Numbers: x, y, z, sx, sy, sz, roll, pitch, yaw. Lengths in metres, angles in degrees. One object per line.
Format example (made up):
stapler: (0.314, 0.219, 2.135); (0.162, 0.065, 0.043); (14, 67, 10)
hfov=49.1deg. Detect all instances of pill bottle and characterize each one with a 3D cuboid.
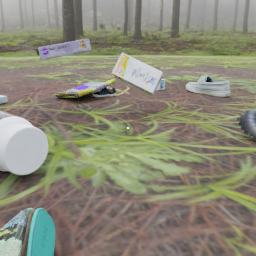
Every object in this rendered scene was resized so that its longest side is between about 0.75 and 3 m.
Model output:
pill bottle: (-2.917, 0.268, 6.479); (2.201, 1.252, 1.252); (14, 23, 38)

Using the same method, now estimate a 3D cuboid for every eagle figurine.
eagle figurine: (4.911, -0.258, 8.177); (1.970, 1.959, 2.596); (34, -35, -27)

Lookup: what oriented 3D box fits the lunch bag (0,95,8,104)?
lunch bag: (-5.986, -1.301, 12.809); (0.899, 0.346, 0.721); (11, 19, 31)

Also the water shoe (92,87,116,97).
water shoe: (-1.231, -1.854, 14.294); (1.219, 0.481, 0.436); (-4, 18, -12)

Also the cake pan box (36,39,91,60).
cake pan box: (-2.509, -2.976, 10.696); (1.910, 0.500, 1.759); (-15, 16, -13)

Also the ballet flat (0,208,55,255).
ballet flat: (-1.200, 1.810, 2.710); (0.958, 0.958, 2.582); (-3, 16, -9)

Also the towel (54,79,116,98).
towel: (-2.132, -1.986, 14.079); (1.956, 0.310, 2.723); (4, 24, 45)

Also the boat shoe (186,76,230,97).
boat shoe: (4.268, -2.325, 14.982); (0.929, 0.948, 2.662); (-14, 23, -37)

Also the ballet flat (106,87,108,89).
ballet flat: (-1.307, -2.360, 16.178); (0.305, 0.330, 0.935); (10, 18, -20)

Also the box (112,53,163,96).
box: (0.377, -2.039, 10.784); (1.731, 0.877, 0.973); (27, 3, 5)

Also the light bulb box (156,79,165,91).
light bulb box: (1.492, -2.530, 16.187); (0.958, 0.598, 0.950); (-14, 22, -40)
